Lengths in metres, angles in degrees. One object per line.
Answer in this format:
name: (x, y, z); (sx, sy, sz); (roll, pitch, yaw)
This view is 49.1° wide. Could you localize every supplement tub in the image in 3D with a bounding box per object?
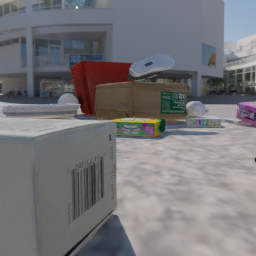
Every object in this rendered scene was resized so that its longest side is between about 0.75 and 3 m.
supplement tub: (-3.140, -1.258, 14.762); (1.091, 1.091, 1.508); (-2, 5, -15)

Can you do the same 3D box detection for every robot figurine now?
robot figurine: (2.778, -0.743, 11.587); (1.072, 0.714, 1.265); (0, 6, 0)

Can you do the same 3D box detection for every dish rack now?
dish rack: (-3.526, -0.649, 11.199); (2.840, 0.618, 2.438); (-3, 7, -29)

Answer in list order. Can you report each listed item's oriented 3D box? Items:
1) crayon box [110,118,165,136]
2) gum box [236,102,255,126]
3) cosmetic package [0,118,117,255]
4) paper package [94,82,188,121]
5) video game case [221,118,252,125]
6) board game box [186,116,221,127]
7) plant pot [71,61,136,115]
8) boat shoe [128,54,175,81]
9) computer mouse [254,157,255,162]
crayon box: (0.213, -0.042, 6.561); (1.133, 0.330, 0.978); (2, 6, 20)
gum box: (4.227, -0.467, 8.587); (1.631, 0.539, 0.925); (-6, 19, -23)
cosmetic package: (-1.080, 0.276, 1.795); (1.848, 0.657, 0.972); (2, 6, 19)
paper package: (0.485, -0.957, 10.443); (2.665, 1.379, 2.540); (-3, 6, -33)
video game case: (4.059, -0.241, 9.403); (1.385, 0.153, 1.260); (-1, 6, -5)
board game box: (2.324, -0.226, 8.792); (0.954, 0.243, 1.420); (1, 6, 9)
plant pot: (-1.294, -2.028, 14.923); (2.952, 2.602, 2.950); (-3, 7, -22)
boat shoe: (0.759, -1.922, 9.149); (1.704, 0.611, 0.578); (-25, -18, -26)
computer mouse: (2.130, 0.353, 3.408); (1.131, 0.193, 0.332); (0, 7, 1)
